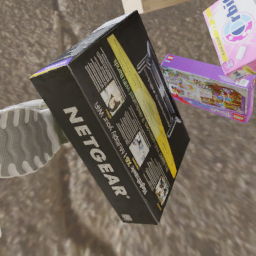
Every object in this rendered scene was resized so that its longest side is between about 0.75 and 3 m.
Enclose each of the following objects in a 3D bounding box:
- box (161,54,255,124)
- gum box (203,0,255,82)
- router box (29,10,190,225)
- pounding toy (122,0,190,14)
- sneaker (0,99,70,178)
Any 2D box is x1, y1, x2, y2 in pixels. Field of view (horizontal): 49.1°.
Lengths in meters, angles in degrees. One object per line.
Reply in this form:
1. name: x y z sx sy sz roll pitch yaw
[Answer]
1. box: 1.730 -0.860 6.118 1.908 1.305 0.373 24 72 30
2. gum box: 1.648 -1.418 4.121 0.414 0.710 1.251 11 61 -47
3. router box: 0.036 -0.204 4.904 0.773 2.959 2.327 -9 30 33
4. pounding toy: 0.912 -3.668 6.972 2.237 1.165 2.547 -19 23 -8
5. sneaker: -1.599 0.072 4.391 1.040 0.947 2.536 2 12 26
